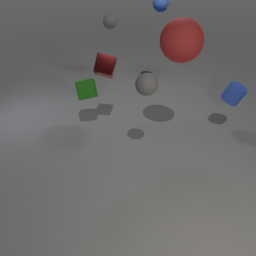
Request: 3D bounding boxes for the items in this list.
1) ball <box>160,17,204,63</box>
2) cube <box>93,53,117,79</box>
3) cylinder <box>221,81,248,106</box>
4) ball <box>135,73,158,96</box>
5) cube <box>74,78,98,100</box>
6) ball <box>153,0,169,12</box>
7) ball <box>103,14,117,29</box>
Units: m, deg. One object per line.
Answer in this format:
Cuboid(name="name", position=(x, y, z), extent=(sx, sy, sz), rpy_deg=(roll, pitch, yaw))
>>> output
Cuboid(name="ball", position=(1.715, -2.795, 8.949), extent=(1.400, 1.400, 1.400), rpy_deg=(0, 33, 0))
Cuboid(name="cube", position=(-0.840, -2.289, 10.360), extent=(0.700, 0.700, 0.700), rpy_deg=(14, 0, -1))
Cuboid(name="cylinder", position=(3.999, -1.299, 10.567), extent=(0.700, 0.700, 0.700), rpy_deg=(20, 36, -15))
Cuboid(name="ball", position=(0.567, -1.322, 8.481), extent=(0.700, 0.700, 0.700), rpy_deg=(0, 33, 0))
Cuboid(name="cube", position=(-1.599, -1.489, 10.827), extent=(0.700, 0.700, 0.700), rpy_deg=(-12, 6, 1))
Cuboid(name="ball", position=(1.462, -5.546, 12.506), extent=(0.700, 0.700, 0.700), rpy_deg=(0, 33, 0))
Cuboid(name="ball", position=(-0.878, -5.208, 13.703), extent=(0.700, 0.700, 0.700), rpy_deg=(0, 33, 0))
